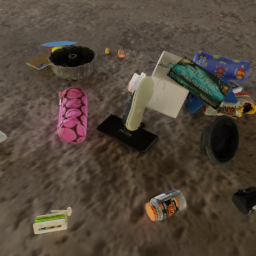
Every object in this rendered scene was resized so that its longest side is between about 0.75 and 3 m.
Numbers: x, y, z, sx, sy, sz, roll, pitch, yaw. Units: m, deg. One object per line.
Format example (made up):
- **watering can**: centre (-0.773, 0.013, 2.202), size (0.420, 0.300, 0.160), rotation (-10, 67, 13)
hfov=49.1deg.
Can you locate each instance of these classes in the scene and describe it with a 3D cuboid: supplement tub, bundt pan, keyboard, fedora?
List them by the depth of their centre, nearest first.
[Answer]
- **supplement tub**: centre (1.083, 2.228, 8.079), size (1.050, 0.644, 0.644), rotation (-19, 44, -20)
- **fedora**: centre (3.106, 0.423, 9.870), size (1.825, 1.825, 0.833), rotation (-30, 15, -31)
- **keyboard**: centre (0.046, 0.127, 10.822), size (2.306, 0.296, 1.385), rotation (27, 54, 27)
- **bundt pan**: centre (-2.765, -3.272, 14.270), size (2.472, 0.928, 2.472), rotation (0, 41, 0)

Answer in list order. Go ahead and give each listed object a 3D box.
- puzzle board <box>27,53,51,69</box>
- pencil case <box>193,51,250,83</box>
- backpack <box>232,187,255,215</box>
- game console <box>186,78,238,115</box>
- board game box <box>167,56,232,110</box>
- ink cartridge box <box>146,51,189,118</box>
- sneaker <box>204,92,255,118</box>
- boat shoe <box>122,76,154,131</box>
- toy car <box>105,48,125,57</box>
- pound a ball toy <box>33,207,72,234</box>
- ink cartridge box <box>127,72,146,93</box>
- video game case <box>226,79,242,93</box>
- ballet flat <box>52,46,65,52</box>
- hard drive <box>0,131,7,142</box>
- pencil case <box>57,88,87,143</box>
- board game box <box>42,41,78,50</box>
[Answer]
- **puzzle board**: centre (-4.621, -3.627, 15.305), size (1.084, 0.125, 1.438), rotation (29, 49, 28)
- **pencil case**: centre (4.475, -2.961, 13.494), size (2.698, 1.053, 1.172), rotation (15, 44, 11)
- **backpack**: centre (3.571, 2.114, 8.292), size (0.854, 0.541, 0.713), rotation (-20, 58, -21)
- **game console**: centre (3.434, -1.325, 11.793), size (1.112, 1.604, 1.879), rotation (32, 34, -21)
- **board game box**: centre (2.784, -1.805, 10.831), size (2.270, 0.320, 1.535), rotation (37, 48, 8)
- **ink cartridge box**: centre (1.755, -1.860, 11.876), size (1.585, 1.592, 2.170), rotation (23, 45, 3)
- **sneaker**: centre (4.218, -0.893, 11.521), size (2.316, 0.901, 0.951), rotation (-10, 42, -11)
- **boat shoe**: centre (0.343, -0.962, 10.612), size (0.802, 2.150, 0.669), rotation (22, -1, -38)
- **toy car**: centre (-0.751, -4.297, 15.863), size (1.220, 0.406, 0.599), rotation (8, 41, 8)
- **pound a ball toy**: centre (-2.079, 2.629, 7.876), size (0.994, 0.422, 0.648), rotation (-7, 16, -8)
- **ink cartridge box**: centre (0.366, -2.077, 12.512), size (0.323, 0.958, 0.558), rotation (24, 17, -27)
- **video game case**: centre (3.803, -2.090, 13.405), size (2.358, 0.271, 2.148), rotation (-17, 43, -20)
- **ballet flat**: centre (-3.263, -4.090, 15.475), size (2.042, 0.682, 0.684), rotation (5, 54, 4)
- **hard drive**: centre (-5.546, 0.257, 10.711), size (1.572, 0.207, 1.037), rotation (28, 48, 29)
- **pencil case**: centre (-2.203, -0.556, 11.014), size (1.160, 1.124, 2.476), rotation (21, 32, -25)
- **board game box**: centre (-3.969, -4.677, 16.224), size (1.717, 0.423, 2.173), rotation (-22, 29, -34)
